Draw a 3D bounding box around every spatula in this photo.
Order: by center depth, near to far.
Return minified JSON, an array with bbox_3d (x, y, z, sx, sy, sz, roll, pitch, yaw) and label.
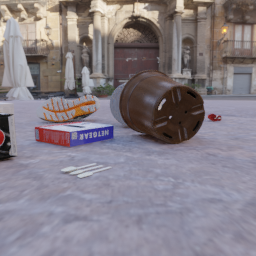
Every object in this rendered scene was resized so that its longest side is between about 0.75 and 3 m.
[{"bbox_3d":[-0.699,0.705,4.826,0.537,0.062,0.772,5,9,39],"label":"spatula"}]

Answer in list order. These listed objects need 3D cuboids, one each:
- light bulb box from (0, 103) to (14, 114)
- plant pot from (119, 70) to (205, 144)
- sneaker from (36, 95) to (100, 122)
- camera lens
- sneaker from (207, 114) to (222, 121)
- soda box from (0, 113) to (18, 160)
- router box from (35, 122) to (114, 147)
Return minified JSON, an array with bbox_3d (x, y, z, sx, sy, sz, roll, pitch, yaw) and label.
[{"bbox_3d":[-5.556,-0.526,10.982,1.473,0.927,1.486,5,9,29],"label":"light bulb box"},{"bbox_3d":[1.008,-0.569,7.957,2.027,2.027,2.006,-3,15,-19],"label":"plant pot"},{"bbox_3d":[-2.754,-0.744,12.974,2.921,1.143,1.128,-9,-16,-28],"label":"sneaker"},{"bbox_3d":[0.373,-0.984,11.324,1.757,1.757,2.197,2,8,17],"label":"camera lens"},{"bbox_3d":[3.924,-0.462,13.185,0.928,0.364,0.536,10,-8,-36],"label":"sneaker"},{"bbox_3d":[-3.436,0.086,6.160,2.648,0.937,0.838,8,13,44],"label":"soda box"},{"bbox_3d":[-1.475,0.139,7.860,1.479,0.403,1.648,6,9,37],"label":"router box"}]
